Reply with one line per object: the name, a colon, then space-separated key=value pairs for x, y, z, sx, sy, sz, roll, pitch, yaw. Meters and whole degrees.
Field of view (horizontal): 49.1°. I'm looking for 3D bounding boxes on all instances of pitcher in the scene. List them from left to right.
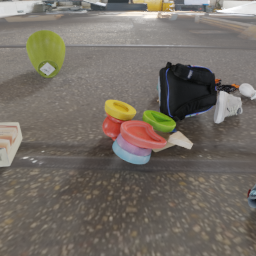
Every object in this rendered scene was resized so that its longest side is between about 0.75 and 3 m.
pitcher: x=5.910 y=-1.772 z=13.505 sx=0.785 sy=0.555 sz=0.915 roll=-8 pitch=39 yaw=-25

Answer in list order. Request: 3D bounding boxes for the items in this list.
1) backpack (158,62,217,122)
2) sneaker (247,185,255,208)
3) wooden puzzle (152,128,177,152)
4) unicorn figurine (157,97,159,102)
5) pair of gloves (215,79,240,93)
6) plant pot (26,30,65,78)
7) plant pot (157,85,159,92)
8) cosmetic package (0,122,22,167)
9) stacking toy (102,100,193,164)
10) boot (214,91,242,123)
backpack: x=2.384 y=-1.486 z=11.391 sx=2.276 sy=2.390 sz=1.841 roll=-5 pitch=13 yaw=-14
sneaker: x=3.792 y=2.045 z=6.413 sx=1.085 sy=0.901 sz=2.272 roll=-27 pitch=30 yaw=-21
wooden puzzle: x=1.004 y=0.390 z=9.878 sx=1.864 sy=0.218 sz=1.257 roll=-14 pitch=36 yaw=-20
unicorn figurine: x=1.804 y=-1.384 z=12.828 sx=0.898 sy=0.483 sz=1.307 roll=-23 pitch=60 yaw=-30
pair of gloves: x=4.811 y=-2.224 z=14.641 sx=1.453 sy=0.202 sz=1.631 roll=-19 pitch=37 yaw=-33
plant pot: x=-4.681 y=-4.039 z=16.239 sx=2.301 sy=2.301 sz=2.459 roll=-7 pitch=45 yaw=-13
plant pot: x=1.733 y=-2.020 z=13.782 sx=0.509 sy=0.760 sz=0.760 roll=-29 pitch=4 yaw=44
cosmetic package: x=-4.101 y=0.501 z=9.131 sx=0.847 sy=0.715 sz=1.639 roll=-3 pitch=29 yaw=-6
stacking toy: x=0.481 y=0.307 z=9.489 sx=2.603 sy=1.214 sz=2.875 roll=10 pitch=25 yaw=-23
boot: x=4.174 y=-0.814 z=11.481 sx=1.047 sy=0.805 sz=2.190 roll=17 pitch=39 yaw=11
